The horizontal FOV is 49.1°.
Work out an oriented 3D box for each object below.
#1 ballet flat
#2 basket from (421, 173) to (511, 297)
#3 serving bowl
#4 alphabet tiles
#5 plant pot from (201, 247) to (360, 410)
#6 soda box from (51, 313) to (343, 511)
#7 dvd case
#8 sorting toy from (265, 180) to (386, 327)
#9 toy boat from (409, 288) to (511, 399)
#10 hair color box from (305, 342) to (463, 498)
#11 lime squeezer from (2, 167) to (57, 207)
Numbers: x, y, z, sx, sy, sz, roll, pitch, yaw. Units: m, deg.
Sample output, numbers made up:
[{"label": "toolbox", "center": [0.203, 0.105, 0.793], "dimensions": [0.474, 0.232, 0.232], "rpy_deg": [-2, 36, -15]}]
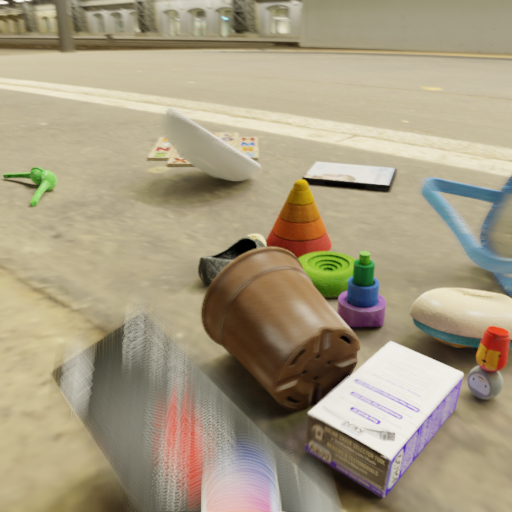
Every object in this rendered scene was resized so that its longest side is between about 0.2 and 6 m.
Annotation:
[{"label": "ballet flat", "center": [-0.313, -0.027, 8.783], "dimensions": [0.559, 0.478, 1.682], "rpy_deg": [13, 28, 26]}, {"label": "basket", "center": [3.759, -0.376, 7.879], "dimensions": [2.480, 1.725, 2.187], "rpy_deg": [4, 36, -12]}, {"label": "serving bowl", "center": [-1.135, -2.385, 12.719], "dimensions": [2.436, 0.801, 2.436], "rpy_deg": [33, 9, -6]}, {"label": "alphabet tiles", "center": [-1.407, -3.039, 15.716], "dimensions": [2.926, 0.111, 3.516], "rpy_deg": [-1, 25, 0]}, {"label": "plant pot", "center": [0.316, 0.821, 6.082], "dimensions": [1.383, 1.383, 1.369], "rpy_deg": [-14, 35, -27]}, {"label": "soda box", "center": [-0.331, 1.655, 3.971], "dimensions": [0.918, 1.025, 2.898], "rpy_deg": [-34, 44, -23]}, {"label": "dvd case", "center": [2.206, -1.877, 13.139], "dimensions": [2.017, 0.177, 1.439], "rpy_deg": [8, 26, 16]}, {"label": "sorting toy", "center": [1.021, -0.245, 8.436], "dimensions": [1.198, 1.190, 3.456], "rpy_deg": [-6, 25, -13]}, {"label": "toy boat", "center": [2.530, 0.946, 6.533], "dimensions": [1.412, 0.780, 1.679], "rpy_deg": [7, 18, 5]}, {"label": "hair color box", "center": [1.277, 1.506, 5.456], "dimensions": [0.858, 0.509, 1.569], "rpy_deg": [22, 31, 35]}, {"label": "lime squeezer", "center": [-4.924, -1.616, 12.478], "dimensions": [0.842, 0.449, 2.383], "rpy_deg": [-44, 42, -13]}]
